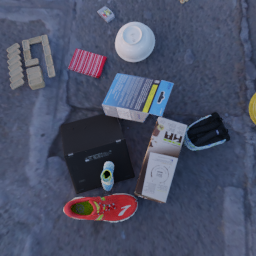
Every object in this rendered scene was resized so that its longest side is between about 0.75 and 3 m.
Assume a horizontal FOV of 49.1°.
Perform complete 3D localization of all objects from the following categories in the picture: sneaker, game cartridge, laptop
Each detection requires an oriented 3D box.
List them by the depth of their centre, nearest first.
[{"bbox_3d":[-0.966,2.909,10.016,2.690,1.142,1.036,-6,75,-1],"label":"sneaker"},{"bbox_3d":[-0.780,1.889,10.157,0.473,0.777,1.190,3,109,4],"label":"sneaker"},{"bbox_3d":[-1.239,0.897,11.111,2.360,1.461,2.520,-16,104,-4],"label":"laptop"},{"bbox_3d":[-0.979,-5.203,12.783,0.501,0.154,0.752,-39,78,-14],"label":"game cartridge"}]

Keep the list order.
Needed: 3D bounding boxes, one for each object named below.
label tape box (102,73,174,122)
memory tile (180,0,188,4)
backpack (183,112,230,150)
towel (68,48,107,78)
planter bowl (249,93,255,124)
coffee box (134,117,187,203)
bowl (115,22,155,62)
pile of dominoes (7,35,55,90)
[{"bbox_3d":[0.421,-1.133,10.879,2.369,0.783,1.697,13,60,17],"label":"label tape box"},{"bbox_3d":[2.700,-6.197,13.088,0.840,0.070,0.644,-28,77,-8],"label":"memory tile"},{"bbox_3d":[2.900,0.263,10.848,1.564,1.203,1.276,-22,82,-26],"label":"backpack"},{"bbox_3d":[-1.738,-2.815,12.110,1.467,0.165,1.061,17,75,5],"label":"towel"},{"bbox_3d":[5.675,-0.752,10.788,1.883,0.784,1.883,2,96,24],"label":"planter bowl"},{"bbox_3d":[1.160,1.232,10.248,1.124,1.591,2.816,17,75,5],"label":"coffee box"},{"bbox_3d":[0.233,-3.774,11.855,1.775,0.798,1.775,-1,82,10],"label":"bowl"},{"bbox_3d":[-4.188,-2.788,12.122,1.904,0.389,2.443,-15,67,-3],"label":"pile of dominoes"}]
